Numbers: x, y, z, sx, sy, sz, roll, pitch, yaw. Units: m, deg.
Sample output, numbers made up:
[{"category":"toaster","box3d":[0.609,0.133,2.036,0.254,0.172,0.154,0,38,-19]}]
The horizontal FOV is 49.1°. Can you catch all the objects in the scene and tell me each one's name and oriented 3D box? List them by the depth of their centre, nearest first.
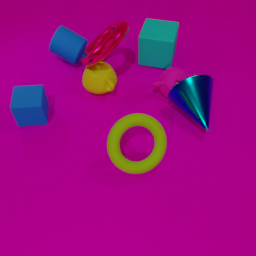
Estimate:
[{"category":"ring","box3d":[0.245,0.414,7.292,1.595,1.595,0.319,-14,10,-10]},{"category":"cone","box3d":[2.083,-0.546,8.212,1.445,1.445,1.450,-12,64,-9]},{"category":"cube","box3d":[-2.941,-0.674,8.469,0.883,0.883,0.883,-5,53,-6]},{"category":"ring","box3d":[-0.739,-2.689,8.878,1.924,0.385,1.924,-34,28,21]},{"category":"teapot","box3d":[1.580,-1.491,8.991,1.669,0.817,1.038,-9,85,-6]},{"category":"teapot","box3d":[-0.983,-1.760,9.265,1.157,0.911,1.861,-28,52,-21]},{"category":"cylinder","box3d":[-2.098,-2.915,9.893,1.004,1.004,1.004,28,55,-7]},{"category":"cube","box3d":[1.079,-2.995,9.984,1.196,1.196,1.196,11,53,10]}]
